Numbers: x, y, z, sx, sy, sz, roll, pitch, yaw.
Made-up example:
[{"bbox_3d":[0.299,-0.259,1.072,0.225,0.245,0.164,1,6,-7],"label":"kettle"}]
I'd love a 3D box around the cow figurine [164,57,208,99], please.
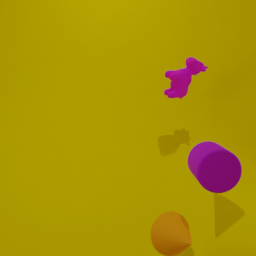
[{"bbox_3d":[1.509,-1.289,7.317,1.068,0.596,1.085,-5,113,-12],"label":"cow figurine"}]

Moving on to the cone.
[{"bbox_3d":[1.016,2.150,5.448,0.898,0.902,0.898,2,81,-16],"label":"cone"}]

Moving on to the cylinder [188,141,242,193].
[{"bbox_3d":[1.487,0.662,4.909,0.740,0.740,0.740,0,99,-1],"label":"cylinder"}]
